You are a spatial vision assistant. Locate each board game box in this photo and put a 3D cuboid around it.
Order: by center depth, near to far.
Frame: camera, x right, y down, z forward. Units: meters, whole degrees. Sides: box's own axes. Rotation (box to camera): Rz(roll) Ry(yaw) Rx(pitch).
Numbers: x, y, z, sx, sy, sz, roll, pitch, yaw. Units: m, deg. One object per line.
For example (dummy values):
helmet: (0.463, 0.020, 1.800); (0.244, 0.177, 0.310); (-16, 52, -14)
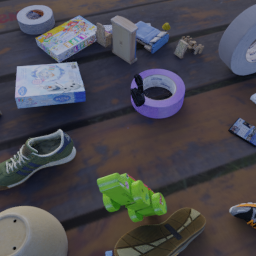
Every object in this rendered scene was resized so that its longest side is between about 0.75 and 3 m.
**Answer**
board game box: (-3.039, -1.744, 10.895); (2.424, 0.528, 2.436); (-7, 40, -14)
board game box: (-2.753, -4.263, 13.244); (2.596, 0.444, 1.745); (-39, 62, -23)

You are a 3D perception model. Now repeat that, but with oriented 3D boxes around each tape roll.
tape roll: (1.155, -1.380, 10.984); (2.079, 0.682, 2.079); (0, 53, 0)
tape roll: (5.110, -3.481, 11.226); (2.791, 2.791, 0.922); (-17, 55, -13)
tape roll: (-4.624, -5.470, 14.119); (1.763, 0.582, 1.763); (0, 54, 0)

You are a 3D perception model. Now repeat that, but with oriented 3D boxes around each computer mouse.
computer mouse: (0.399, -1.241, 9.253); (0.373, 2.194, 0.643); (-25, 79, -7)

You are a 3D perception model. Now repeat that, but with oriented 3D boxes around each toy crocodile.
toy crocodile: (0.189, 1.768, 7.296); (0.981, 2.905, 0.897); (-24, 51, 21)

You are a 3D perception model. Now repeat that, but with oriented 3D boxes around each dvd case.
dvd case: (4.330, 0.148, 10.209); (1.096, 0.096, 0.782); (36, 62, 23)

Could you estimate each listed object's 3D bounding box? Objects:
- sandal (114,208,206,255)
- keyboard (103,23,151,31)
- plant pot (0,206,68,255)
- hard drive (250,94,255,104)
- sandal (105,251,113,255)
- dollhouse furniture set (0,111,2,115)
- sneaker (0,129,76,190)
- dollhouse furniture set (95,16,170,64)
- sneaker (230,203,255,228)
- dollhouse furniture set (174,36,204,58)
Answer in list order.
sandal: (0.970, 3.090, 7.631); (2.815, 0.760, 1.131); (-17, 39, -30)
keyboard: (-0.209, -4.890, 13.960); (2.739, 0.146, 0.771); (-4, 53, -2)
plant pot: (-2.849, 2.992, 7.157); (2.343, 1.573, 2.343); (0, 54, 0)
hard drive: (5.842, -0.835, 10.855); (1.188, 0.240, 1.801); (-25, 58, -18)
sandal: (-0.697, 3.904, 7.021); (0.878, 0.802, 2.017); (36, 52, 26)
dollhouse furniture set: (-5.425, -0.545, 10.393); (0.969, 0.631, 0.890); (20, 56, 15)
sneaker: (-3.155, 0.875, 8.888); (2.945, 1.322, 0.988); (-22, 56, -16)
dollhouse furniture set: (0.304, -4.669, 12.716); (2.516, 1.739, 2.666); (38, 63, 22)
sneaker: (3.896, 2.681, 7.924); (1.989, 0.778, 0.768); (13, 65, 13)
dollhouse furniture set: (2.717, -3.655, 12.874); (1.067, 0.694, 0.980); (-19, 53, -40)
